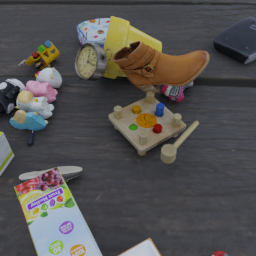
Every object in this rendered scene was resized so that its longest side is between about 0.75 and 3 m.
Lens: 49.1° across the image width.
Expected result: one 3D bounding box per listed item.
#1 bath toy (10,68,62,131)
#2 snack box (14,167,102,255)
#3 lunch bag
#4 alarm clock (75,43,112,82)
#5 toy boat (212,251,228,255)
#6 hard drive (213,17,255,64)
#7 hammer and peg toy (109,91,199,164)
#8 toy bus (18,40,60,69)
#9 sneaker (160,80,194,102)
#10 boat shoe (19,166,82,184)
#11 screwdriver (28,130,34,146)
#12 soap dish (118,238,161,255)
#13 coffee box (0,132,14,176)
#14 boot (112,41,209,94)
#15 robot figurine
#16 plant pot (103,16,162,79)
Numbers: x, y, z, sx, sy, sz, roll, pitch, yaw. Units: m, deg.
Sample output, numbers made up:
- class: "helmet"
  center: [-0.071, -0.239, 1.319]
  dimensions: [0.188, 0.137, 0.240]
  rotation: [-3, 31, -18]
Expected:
- class: "bath toy"
  center: [-3.084, -1.100, 9.527]
  dimensions: [0.993, 1.169, 2.687]
  rotation: [-19, 40, 23]
- class: "snack box"
  center: [-0.958, 2.508, 5.245]
  dimensions: [0.938, 2.338, 2.773]
  rotation: [-25, 53, -16]
- class: "lunch bag"
  center: [-0.985, -3.958, 12.183]
  dimensions: [2.389, 0.903, 1.915]
  rotation: [-18, 52, -17]
- class: "alarm clock"
  center: [-1.066, -2.142, 8.995]
  dimensions: [0.579, 1.173, 1.740]
  rotation: [-4, -4, -43]
- class: "toy boat"
  center: [1.953, 3.000, 6.029]
  dimensions: [0.809, 0.529, 0.528]
  rotation: [-32, 55, -26]
- class: "hard drive"
  center: [5.281, -3.868, 12.251]
  dimensions: [2.993, 0.633, 2.019]
  rotation: [-34, 56, -27]
- class: "hammer and peg toy"
  center: [0.838, 0.027, 8.524]
  dimensions: [1.865, 0.894, 2.535]
  rotation: [-28, 53, -25]
- class: "toy bus"
  center: [-3.400, -2.732, 11.131]
  dimensions: [1.484, 0.767, 1.401]
  rotation: [-38, 19, 7]
- class: "sneaker"
  center: [2.126, -1.883, 10.279]
  dimensions: [0.880, 0.950, 2.357]
  rotation: [40, 70, 4]
- class: "boat shoe"
  center: [-2.073, 1.389, 7.631]
  dimensions: [1.678, 0.478, 0.561]
  rotation: [-7, 13, -11]
- class: "screwdriver"
  center: [-3.047, 0.083, 8.947]
  dimensions: [0.167, 0.174, 1.199]
  rotation: [-3, 49, -4]
- class: "soap dish"
  center: [0.369, 3.154, 5.890]
  dimensions: [1.024, 0.529, 1.301]
  rotation: [-22, 51, -19]
- class: "coffee box"
  center: [-4.045, 0.733, 7.718]
  dimensions: [1.107, 1.096, 1.108]
  rotation: [13, 49, 11]
- class: "boot"
  center: [0.965, -2.024, 8.460]
  dimensions: [2.527, 1.955, 0.931]
  rotation: [-25, 47, 29]
- class: "robot figurine"
  center: [-4.134, -1.058, 9.484]
  dimensions: [1.095, 0.909, 1.457]
  rotation: [22, 52, 19]
- class: "plant pot"
  center: [0.086, -2.785, 10.405]
  dimensions: [2.035, 2.163, 2.163]
  rotation: [12, 47, -8]
